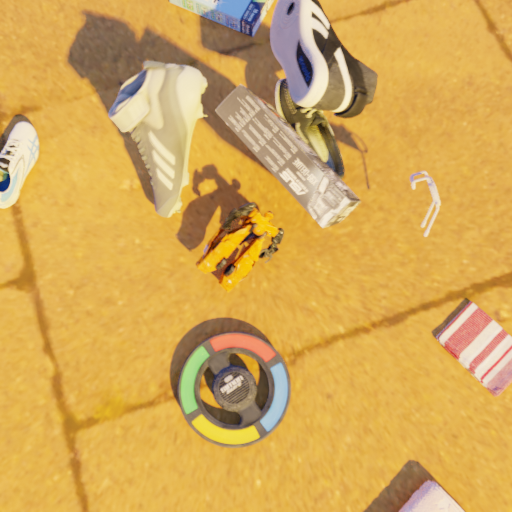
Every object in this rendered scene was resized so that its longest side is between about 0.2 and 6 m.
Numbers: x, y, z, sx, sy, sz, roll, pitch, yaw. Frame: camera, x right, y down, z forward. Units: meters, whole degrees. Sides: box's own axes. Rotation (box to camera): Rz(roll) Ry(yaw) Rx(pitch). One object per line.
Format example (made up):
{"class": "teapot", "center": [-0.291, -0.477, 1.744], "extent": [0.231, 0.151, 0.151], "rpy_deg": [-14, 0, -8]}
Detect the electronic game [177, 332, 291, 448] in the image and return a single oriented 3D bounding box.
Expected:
{"class": "electronic game", "center": [-0.418, 2.551, 10.793], "extent": [2.193, 0.456, 2.193], "rpy_deg": [0, 74, 0]}

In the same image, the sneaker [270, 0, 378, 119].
{"class": "sneaker", "center": [1.353, -3.828, 10.820], "extent": [1.761, 1.150, 3.148], "rpy_deg": [13, 54, -30]}

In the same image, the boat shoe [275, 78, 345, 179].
{"class": "boat shoe", "center": [1.194, -2.670, 11.806], "extent": [0.973, 0.777, 2.574], "rpy_deg": [-24, 90, -33]}

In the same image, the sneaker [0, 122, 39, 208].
{"class": "sneaker", "center": [-5.237, -2.022, 12.022], "extent": [0.729, 0.735, 2.028], "rpy_deg": [10, 72, 4]}

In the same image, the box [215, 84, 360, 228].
{"class": "box", "center": [0.701, -1.774, 10.366], "extent": [0.695, 2.202, 2.792], "rpy_deg": [-43, 85, 15]}

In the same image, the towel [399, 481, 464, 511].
{"class": "towel", "center": [3.113, 6.079, 9.738], "extent": [3.019, 0.487, 2.884], "rpy_deg": [-43, 78, -12]}

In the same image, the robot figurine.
{"class": "robot figurine", "center": [-0.312, -0.225, 11.188], "extent": [1.301, 0.522, 1.794], "rpy_deg": [41, 92, -23]}

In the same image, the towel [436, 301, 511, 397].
{"class": "towel", "center": [4.544, 1.833, 11.157], "extent": [1.153, 0.182, 1.601], "rpy_deg": [-42, 78, -12]}

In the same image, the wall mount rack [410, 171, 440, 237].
{"class": "wall mount rack", "center": [3.167, -0.992, 10.402], "extent": [0.457, 1.226, 1.065], "rpy_deg": [-17, 103, 18]}

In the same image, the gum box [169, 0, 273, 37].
{"class": "gum box", "center": [-0.680, -6.548, 13.476], "extent": [2.260, 0.504, 1.921], "rpy_deg": [24, 75, 7]}

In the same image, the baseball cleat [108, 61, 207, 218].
{"class": "baseball cleat", "center": [-1.988, -2.190, 10.763], "extent": [1.742, 3.273, 1.141], "rpy_deg": [5, 38, -18]}
